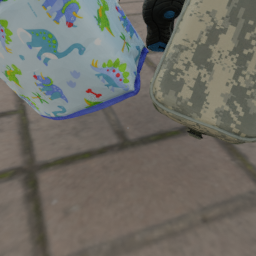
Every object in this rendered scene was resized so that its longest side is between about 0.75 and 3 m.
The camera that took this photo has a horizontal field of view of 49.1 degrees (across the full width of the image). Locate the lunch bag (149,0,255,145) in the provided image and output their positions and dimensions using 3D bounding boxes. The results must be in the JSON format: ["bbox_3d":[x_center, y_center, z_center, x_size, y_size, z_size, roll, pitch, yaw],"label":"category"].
[{"bbox_3d":[1.822,-1.231,5.173,2.053,2.947,2.472,22,0,9],"label":"lunch bag"}]

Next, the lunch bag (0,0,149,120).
[{"bbox_3d":[-1.438,-1.468,5.172,2.871,2.441,1.830,-19,37,29],"label":"lunch bag"}]

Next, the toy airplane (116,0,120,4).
[{"bbox_3d":[-1.354,-2.741,6.771,2.439,1.721,2.429,-24,67,22],"label":"toy airplane"}]

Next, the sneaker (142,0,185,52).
[{"bbox_3d":[0.745,-2.788,6.517,0.886,2.421,0.992,2,74,-2],"label":"sneaker"}]
